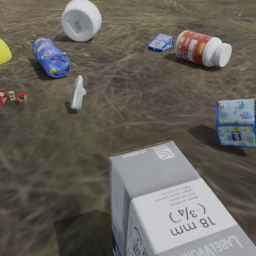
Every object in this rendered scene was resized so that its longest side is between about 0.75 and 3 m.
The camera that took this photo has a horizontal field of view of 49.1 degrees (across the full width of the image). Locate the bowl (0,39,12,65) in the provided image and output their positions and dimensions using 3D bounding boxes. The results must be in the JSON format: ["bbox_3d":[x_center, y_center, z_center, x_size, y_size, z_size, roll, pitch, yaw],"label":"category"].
[{"bbox_3d":[-5.567,-3.100,10.609,1.982,1.067,1.982,-1,35,0],"label":"bowl"}]

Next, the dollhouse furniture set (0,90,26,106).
[{"bbox_3d":[-3.403,-0.889,8.078,0.800,0.325,0.430,-5,35,-7],"label":"dollhouse furniture set"}]

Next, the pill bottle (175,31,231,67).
[{"bbox_3d":[2.753,-2.882,10.307,1.859,1.043,1.043,29,44,36],"label":"pill bottle"}]

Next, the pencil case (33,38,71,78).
[{"bbox_3d":[-2.728,-2.512,9.881,0.931,0.836,2.143,-48,43,5],"label":"pencil case"}]

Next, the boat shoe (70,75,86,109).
[{"bbox_3d":[-1.309,-0.940,7.531,0.324,0.909,0.317,10,6,-30],"label":"boat shoe"}]

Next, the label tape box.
[{"bbox_3d":[0.624,1.755,2.821,0.875,1.994,2.765,-12,37,-16],"label":"label tape box"}]

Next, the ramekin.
[{"bbox_3d":[-2.104,-4.674,12.363,1.721,1.721,0.839,6,43,8],"label":"ramekin"}]

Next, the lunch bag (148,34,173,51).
[{"bbox_3d":[1.359,-3.528,11.869,0.724,0.453,0.962,28,56,32],"label":"lunch bag"}]

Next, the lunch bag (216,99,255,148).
[{"bbox_3d":[2.447,-0.098,6.174,0.884,1.040,0.663,2,4,40],"label":"lunch bag"}]
